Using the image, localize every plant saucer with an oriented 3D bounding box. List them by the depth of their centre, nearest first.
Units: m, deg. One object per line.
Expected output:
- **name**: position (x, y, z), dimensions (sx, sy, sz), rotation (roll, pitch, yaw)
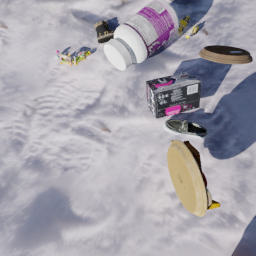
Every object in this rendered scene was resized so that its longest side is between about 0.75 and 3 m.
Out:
- **plant saucer**: position (2.758, -2.095, 7.893), dimensions (1.482, 0.218, 1.482), rotation (3, 28, -2)

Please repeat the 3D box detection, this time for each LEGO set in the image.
- **LEGO set**: position (-2.099, -2.741, 10.619), dimensions (1.370, 0.510, 0.630), rotation (-5, 67, -2)

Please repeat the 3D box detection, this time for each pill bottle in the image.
- **pill bottle**: position (0.470, -3.386, 10.344), dimensions (1.539, 1.539, 2.741), rotation (43, 74, 16)

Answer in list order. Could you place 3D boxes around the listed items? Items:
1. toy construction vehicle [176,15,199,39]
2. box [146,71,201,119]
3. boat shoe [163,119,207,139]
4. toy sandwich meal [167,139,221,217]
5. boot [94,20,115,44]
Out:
- **toy construction vehicle**: position (2.402, -4.084, 11.275), dimensions (0.838, 0.339, 0.962), rotation (39, 73, 15)
- **box**: position (1.504, -1.143, 9.424), dimensions (1.609, 1.063, 0.923), rotation (-15, 37, -11)
- **boat shoe**: position (1.960, -0.048, 9.477), dimensions (1.499, 0.532, 0.540), rotation (11, 68, 5)
- **toy sandwich meal**: position (1.687, 1.212, 7.312), dimensions (0.767, 2.240, 2.240), rotation (-15, 68, -10)
- **boot**: position (-0.765, -3.893, 11.170), dimensions (1.139, 0.417, 0.858), rotation (-19, 69, -1)
